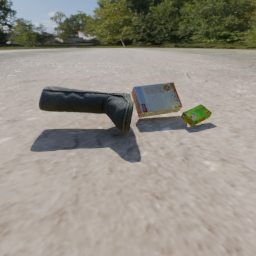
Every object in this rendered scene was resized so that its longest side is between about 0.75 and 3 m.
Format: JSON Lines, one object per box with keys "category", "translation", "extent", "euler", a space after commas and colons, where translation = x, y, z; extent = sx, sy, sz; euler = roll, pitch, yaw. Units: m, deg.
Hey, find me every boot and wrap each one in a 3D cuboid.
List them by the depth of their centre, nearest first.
{"category": "boot", "translation": [-1.160, -0.621, 7.714], "extent": [2.504, 0.909, 2.277], "euler": [10, 16, -9]}

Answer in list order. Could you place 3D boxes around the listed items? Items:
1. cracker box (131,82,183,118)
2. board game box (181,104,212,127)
{"category": "cracker box", "translation": [0.912, -0.911, 8.991], "extent": [1.424, 0.954, 0.411], "euler": [-9, -22, -17]}
{"category": "board game box", "translation": [2.026, -0.385, 8.280], "extent": [0.900, 0.214, 0.457], "euler": [-23, 57, -36]}
